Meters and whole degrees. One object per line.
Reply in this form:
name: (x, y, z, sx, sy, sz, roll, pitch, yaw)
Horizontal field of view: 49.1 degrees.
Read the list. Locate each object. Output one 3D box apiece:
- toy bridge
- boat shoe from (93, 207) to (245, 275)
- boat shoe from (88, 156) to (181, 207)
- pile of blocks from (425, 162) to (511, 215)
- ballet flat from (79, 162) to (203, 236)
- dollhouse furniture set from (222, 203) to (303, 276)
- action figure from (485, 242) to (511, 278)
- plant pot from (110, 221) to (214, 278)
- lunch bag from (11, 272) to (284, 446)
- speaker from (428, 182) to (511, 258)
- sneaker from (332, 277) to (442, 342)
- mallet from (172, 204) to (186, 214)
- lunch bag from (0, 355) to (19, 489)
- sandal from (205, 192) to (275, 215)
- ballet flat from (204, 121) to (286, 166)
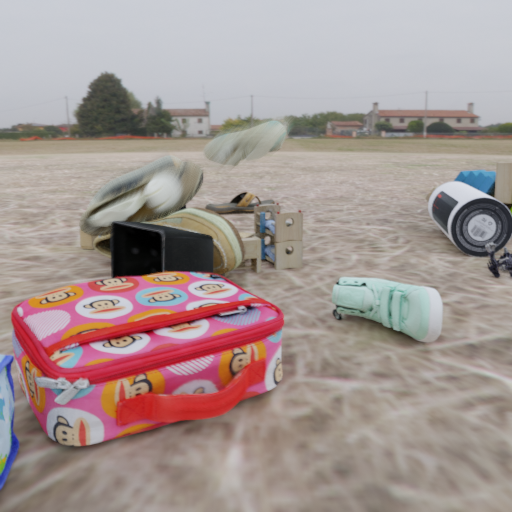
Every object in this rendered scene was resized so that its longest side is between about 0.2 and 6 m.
toy bridge: (-1.814, -0.376, 11.695, 3.817, 0.519, 1.283, 5, 12, 20)
boat shoe: (-1.658, -0.086, 9.671, 1.282, 1.206, 3.366, -30, 22, -38)
boat shoe: (-2.416, -1.209, 11.307, 2.263, 0.844, 0.704, -29, 50, 1)
pile of blocks: (6.150, -1.476, 13.722, 1.301, 1.719, 4.187, -7, 15, -27)
ballet flat: (-1.749, -0.782, 8.464, 2.046, 0.694, 0.770, -23, 14, 8)
dollhouse furniture set: (-0.050, -0.344, 10.356, 1.529, 1.071, 1.078, -6, 15, -22)
action figure: (4.442, 0.029, 9.959, 0.658, 0.565, 1.107, -5, 11, 29)
plant pot: (-1.290, 0.135, 8.122, 1.241, 1.244, 1.104, 12, 15, 42)
lunch bag: (-0.980, 0.935, 5.456, 2.428, 0.995, 2.139, -10, 21, -33)
speaker: (4.628, -0.890, 12.348, 1.227, 1.227, 3.021, 2, 14, 8)
sneaker: (1.539, 0.654, 7.022, 1.079, 0.673, 1.829, 4, 3, -9)
mallet: (-2.676, -1.306, 14.747, 0.568, 0.910, 2.762, -11, 17, -37)
lunch bag: (-2.406, 1.295, 3.679, 1.361, 1.020, 1.601, -3, 4, -14)
sandal: (-0.456, -1.593, 16.576, 2.184, 0.596, 0.892, -4, 14, -17)
ballet flat: (-0.271, -1.840, 9.603, 1.719, 0.536, 0.580, -14, -35, 36)
